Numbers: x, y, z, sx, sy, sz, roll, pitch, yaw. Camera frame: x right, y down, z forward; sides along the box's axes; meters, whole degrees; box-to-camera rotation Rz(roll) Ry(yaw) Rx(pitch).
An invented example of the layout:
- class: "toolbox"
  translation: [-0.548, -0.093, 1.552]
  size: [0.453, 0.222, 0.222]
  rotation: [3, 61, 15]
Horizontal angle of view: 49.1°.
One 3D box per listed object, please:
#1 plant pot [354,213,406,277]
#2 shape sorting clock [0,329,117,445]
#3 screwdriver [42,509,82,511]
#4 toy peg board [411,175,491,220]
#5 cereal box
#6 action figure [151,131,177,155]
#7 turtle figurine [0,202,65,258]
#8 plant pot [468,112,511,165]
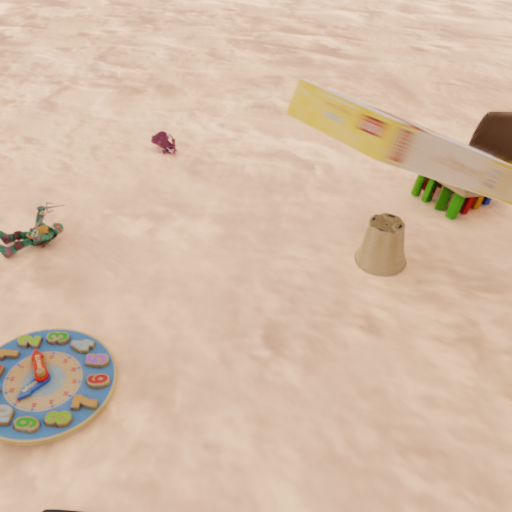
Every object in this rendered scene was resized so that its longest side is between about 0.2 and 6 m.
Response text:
- class: "plant pot"
  translation: [2.533, -0.281, 11.154]
  size: [1.053, 0.964, 1.053]
  rotation: [0, 38, 0]
- class: "shape sorting clock"
  translation: [-3.326, 1.942, 8.770]
  size: [2.228, 0.437, 2.228]
  rotation: [0, 39, 0]
- class: "screwdriver"
  translation: [-1.418, 3.489, 6.955]
  size: [2.693, 0.392, 0.376]
  rotation: [7, 39, 4]
- class: "toy peg board"
  translation: [4.605, -1.573, 13.094]
  size: [1.693, 0.832, 1.700]
  rotation: [-8, 38, -35]
- class: "cereal box"
  translation: [2.347, -1.699, 8.542]
  size: [3.233, 0.639, 2.326]
  rotation: [9, 22, -37]
- class: "action figure"
  translation: [-2.418, -2.944, 15.060]
  size: [0.592, 0.659, 0.884]
  rotation: [-45, 69, -2]
- class: "turtle figurine"
  translation: [-4.580, -0.502, 11.634]
  size: [1.463, 0.737, 1.095]
  rotation: [-24, 28, -6]
- class: "plant pot"
  translation: [4.652, -1.757, 9.621]
  size: [1.789, 1.672, 1.672]
  rotation: [31, 48, 25]
